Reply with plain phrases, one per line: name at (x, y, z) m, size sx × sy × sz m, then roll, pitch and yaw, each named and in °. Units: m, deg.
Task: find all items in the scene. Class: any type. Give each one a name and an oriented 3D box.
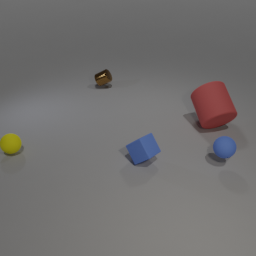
cylinder at (-1.298, -2.659, 14.827) m, size 0.700 × 0.700 × 0.700 m, roll -21°, pitch 23°, yaw 23°
cylinder at (3.337, -0.881, 10.966) m, size 1.400 × 1.400 × 1.400 m, roll -9°, pitch 67°, yaw -15°
cube at (0.501, 0.673, 9.137) m, size 0.700 × 0.700 × 0.700 m, roll -29°, pitch -3°, yaw 42°
ball at (-4.036, 0.536, 9.640) m, size 0.700 × 0.700 × 0.700 m, roll 0°, pitch 30°, yaw 0°
ball at (3.036, 0.604, 8.804) m, size 0.700 × 0.700 × 0.700 m, roll 0°, pitch 30°, yaw 0°
